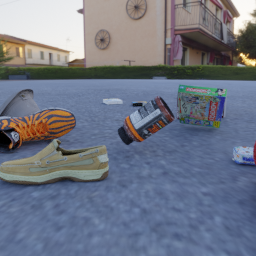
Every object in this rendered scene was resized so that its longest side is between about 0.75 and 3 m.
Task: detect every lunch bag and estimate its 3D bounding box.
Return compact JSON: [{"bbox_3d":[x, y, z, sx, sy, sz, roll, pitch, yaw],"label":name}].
[{"bbox_3d":[3.104,0.730,7.100,0.884,0.334,0.708,3,15,11],"label":"lunch bag"}]

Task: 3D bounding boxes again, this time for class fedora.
[{"bbox_3d":[-3.690,-0.417,9.986,0.941,1.843,2.084,32,11,6],"label":"fedora"}]

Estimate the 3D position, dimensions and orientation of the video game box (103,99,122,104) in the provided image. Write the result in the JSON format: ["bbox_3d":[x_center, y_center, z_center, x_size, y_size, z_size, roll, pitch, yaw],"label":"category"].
[{"bbox_3d":[-1.003,-1.733,18.298,1.007,0.259,1.105,-2,13,-21],"label":"video game box"}]

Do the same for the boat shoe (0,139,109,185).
[{"bbox_3d":[-1.587,0.666,6.075,2.320,0.883,0.831,-2,13,-10],"label":"boat shoe"}]

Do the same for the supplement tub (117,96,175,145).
[{"bbox_3d":[0.468,-0.150,7.889,1.562,0.836,0.836,-35,4,16],"label":"supplement tub"}]

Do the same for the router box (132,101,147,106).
[{"bbox_3d":[0.704,-1.481,17.211,0.883,0.226,0.659,-2,13,-9],"label":"router box"}]

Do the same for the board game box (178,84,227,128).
[{"bbox_3d":[2.628,-0.726,10.120,1.554,0.336,2.310,9,-24,17],"label":"board game box"}]

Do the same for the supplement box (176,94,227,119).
[{"bbox_3d":[3.413,-1.055,12.940,2.318,1.261,0.706,-5,13,-23],"label":"supplement box"}]

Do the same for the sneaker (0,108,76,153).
[{"bbox_3d":[-2.989,0.158,8.462,2.803,1.087,1.571,-11,17,-4],"label":"sneaker"}]

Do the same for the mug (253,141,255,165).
[{"bbox_3d":[3.171,0.623,4.764,2.146,1.613,2.418,2,9,-8],"label":"mug"}]
